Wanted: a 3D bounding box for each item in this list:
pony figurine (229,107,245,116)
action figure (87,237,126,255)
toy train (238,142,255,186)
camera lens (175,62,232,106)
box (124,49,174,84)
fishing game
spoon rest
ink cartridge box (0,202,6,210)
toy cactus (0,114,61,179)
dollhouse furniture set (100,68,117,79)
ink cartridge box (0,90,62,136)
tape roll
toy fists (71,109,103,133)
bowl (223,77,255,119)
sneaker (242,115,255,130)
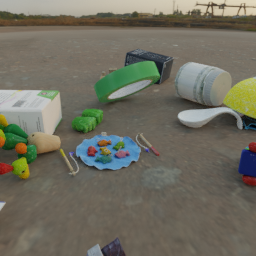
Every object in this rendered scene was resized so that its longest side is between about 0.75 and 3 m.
[{"bbox_3d":[5.043,-0.887,11.439,1.395,1.162,1.347,1,29,-36],"label":"pony figurine"},{"bbox_3d":[-1.116,2.527,4.014,2.507,0.870,1.631,-11,33,-15],"label":"action figure"},{"bbox_3d":[4.283,0.988,7.276,2.559,1.083,1.481,10,13,22],"label":"toy train"},{"bbox_3d":[3.366,-2.028,12.876,1.722,1.722,2.153,-18,30,-34],"label":"camera lens"},{"bbox_3d":[1.234,-3.730,16.748,2.431,1.301,1.804,20,29,19],"label":"box"},{"bbox_3d":[-0.598,0.601,8.702,2.873,0.447,2.057,-9,28,-20],"label":"fishing game"},{"bbox_3d":[3.091,-0.420,10.588,2.381,0.722,1.183,4,25,6],"label":"spoon rest"},{"bbox_3d":[-3.791,2.197,5.086,2.283,0.504,2.325,2,22,4],"label":"ink cartridge box"},{"bbox_3d":[-3.150,0.553,8.139,2.390,1.481,2.897,4,14,-41],"label":"toy cactus"},{"bbox_3d":[-0.851,-2.645,16.053,1.380,0.790,1.619,2,48,7],"label":"dollhouse furniture set"},{"bbox_3d":[-4.132,-0.479,10.029,2.992,1.256,2.166,1,24,2],"label":"ink cartridge box"},{"bbox_3d":[-0.042,-1.964,12.235,2.866,0.689,2.866,-21,-3,-1],"label":"tape roll"},{"bbox_3d":[-1.445,-0.290,10.563,0.777,0.524,1.525,1,25,20],"label":"toy fists"},{"bbox_3d":[5.302,-1.277,10.784,2.814,1.514,2.814,13,21,-5],"label":"bowl"},{"bbox_3d":[4.934,-0.108,10.342,1.340,0.491,0.549,2,44,14],"label":"sneaker"}]
